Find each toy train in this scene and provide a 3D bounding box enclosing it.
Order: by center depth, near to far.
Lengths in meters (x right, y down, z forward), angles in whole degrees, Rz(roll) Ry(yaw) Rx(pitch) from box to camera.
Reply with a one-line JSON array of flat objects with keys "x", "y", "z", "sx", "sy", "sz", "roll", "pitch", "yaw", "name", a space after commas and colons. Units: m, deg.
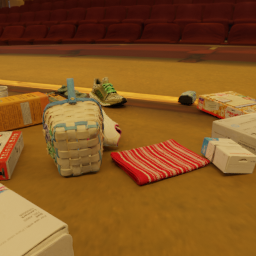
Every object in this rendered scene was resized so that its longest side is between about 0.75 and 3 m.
[{"x": -2.247, "y": -0.821, "z": 9.909, "sx": 1.272, "sy": 0.951, "sz": 2.233, "roll": -28, "pitch": 34, "yaw": -29, "name": "toy train"}]

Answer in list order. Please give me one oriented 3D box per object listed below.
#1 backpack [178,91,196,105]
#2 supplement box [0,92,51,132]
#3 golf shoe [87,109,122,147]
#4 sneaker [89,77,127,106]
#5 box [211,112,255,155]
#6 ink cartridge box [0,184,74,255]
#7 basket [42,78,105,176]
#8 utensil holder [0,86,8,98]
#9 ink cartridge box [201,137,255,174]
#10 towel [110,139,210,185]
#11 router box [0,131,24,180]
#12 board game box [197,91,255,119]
[{"x": 2.509, "y": -1.243, "z": 11.523, "sx": 0.646, "sy": 0.609, "sz": 0.792, "roll": 8, "pitch": 6, "yaw": 38, "name": "backpack"}, {"x": -3.891, "y": -0.439, "z": 8.728, "sx": 2.776, "sy": 0.955, "sz": 0.924, "roll": -18, "pitch": 25, "yaw": -35, "name": "supplement box"}, {"x": -0.721, "y": -0.003, "z": 7.992, "sx": 1.014, "sy": 0.834, "sz": 2.215, "roll": 13, "pitch": 21, "yaw": -9, "name": "golf shoe"}, {"x": -0.891, "y": -1.531, "z": 11.472, "sx": 0.900, "sy": 1.037, "sz": 2.340, "roll": -16, "pitch": 25, "yaw": -36, "name": "sneaker"}, {"x": 4.041, "y": 0.326, "z": 7.099, "sx": 2.335, "sy": 0.617, "sz": 2.996, "roll": -11, "pitch": 24, "yaw": -30, "name": "box"}, {"x": -1.510, "y": 1.413, "z": 3.019, "sx": 1.948, "sy": 1.410, "sz": 0.818, "roll": 15, "pitch": 27, "yaw": 35, "name": "ink cartridge box"}, {"x": -1.238, "y": -0.028, "z": 6.457, "sx": 1.378, "sy": 1.747, "sz": 1.982, "roll": -5, "pitch": 32, "yaw": -8, "name": "basket"}, {"x": -5.010, "y": -1.182, "z": 10.915, "sx": 0.664, "sy": 0.781, "sz": 0.664, "roll": 0, "pitch": 21, "yaw": 0, "name": "utensil holder"}, {"x": 2.288, "y": 0.610, "z": 6.438, "sx": 0.764, "sy": 0.448, "sz": 1.044, "roll": 4, "pitch": 20, "yaw": -17, "name": "ink cartridge box"}, {"x": 0.717, "y": 0.727, "z": 6.570, "sx": 1.955, "sy": 0.220, "sz": 1.414, "roll": -10, "pitch": 24, "yaw": -28, "name": "towel"}, {"x": -3.432, "y": 0.636, "z": 6.502, "sx": 1.631, "sy": 0.444, "sz": 1.817, "roll": -4, "pitch": 21, "yaw": -10, "name": "router box"}, {"x": 3.880, "y": -0.725, "z": 9.893, "sx": 1.735, "sy": 0.530, "sz": 2.291, "roll": -10, "pitch": 25, "yaw": -26, "name": "board game box"}]
